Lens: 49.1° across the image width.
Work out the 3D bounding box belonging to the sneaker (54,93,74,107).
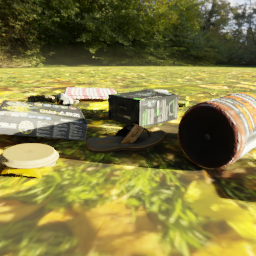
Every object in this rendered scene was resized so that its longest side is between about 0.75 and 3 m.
[{"bbox_3d":[-3.217,-1.320,13.521,0.598,0.557,1.508,-14,24,-37],"label":"sneaker"}]

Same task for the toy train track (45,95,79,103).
[{"bbox_3d":[-3.456,-1.424,14.579,1.829,0.298,1.049,10,12,14],"label":"toy train track"}]

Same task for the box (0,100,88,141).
[{"bbox_3d":[-2.718,-0.276,8.883,2.582,0.634,2.081,6,17,-18],"label":"box"}]

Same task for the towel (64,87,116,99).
[{"bbox_3d":[-2.067,-1.857,15.511,2.914,0.436,2.132,1,16,-8],"label":"towel"}]

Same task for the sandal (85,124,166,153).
[{"bbox_3d":[-0.033,0.214,7.884,2.390,0.652,0.977,-4,15,-11],"label":"sandal"}]

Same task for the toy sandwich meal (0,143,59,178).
[{"bbox_3d":[-2.296,0.760,6.383,1.425,0.488,1.425,4,16,-1],"label":"toy sandwich meal"}]

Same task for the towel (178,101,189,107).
[{"bbox_3d":[1.818,-1.258,14.132,2.391,0.216,1.029,4,11,18],"label":"towel"}]

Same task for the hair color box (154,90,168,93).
[{"bbox_3d":[1.833,-1.818,15.603,0.776,0.460,1.420,1,14,3],"label":"hair color box"}]

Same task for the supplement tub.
[{"bbox_3d":[2.674,-0.081,7.251,1.592,1.592,2.977,13,20,39],"label":"supplement tub"}]

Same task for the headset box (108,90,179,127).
[{"bbox_3d":[0.519,-0.813,10.905,2.212,1.026,1.926,-12,20,-38],"label":"headset box"}]
